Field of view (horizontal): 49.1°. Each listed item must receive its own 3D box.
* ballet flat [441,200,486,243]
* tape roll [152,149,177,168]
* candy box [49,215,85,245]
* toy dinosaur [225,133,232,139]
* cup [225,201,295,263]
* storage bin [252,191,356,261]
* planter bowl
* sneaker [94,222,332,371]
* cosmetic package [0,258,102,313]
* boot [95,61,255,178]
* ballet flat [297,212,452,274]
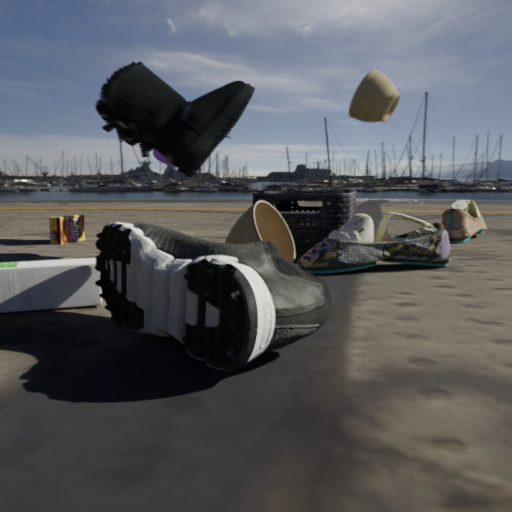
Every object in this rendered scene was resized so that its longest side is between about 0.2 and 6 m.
[{"bbox_3d":[5.358,-0.948,14.433,1.000,0.988,2.938,-2,6,25],"label":"ballet flat"},{"bbox_3d":[-1.952,-2.692,14.205,1.299,0.426,1.299,10,32,-6],"label":"tape roll"},{"bbox_3d":[-4.566,-0.653,13.576,0.318,0.656,1.125,2,8,10],"label":"candy box"},{"bbox_3d":[-1.798,-3.582,14.731,2.248,1.150,0.865,15,51,23],"label":"toy dinosaur"},{"bbox_3d":[-0.014,-0.208,9.167,0.827,1.157,1.157,-26,-6,28],"label":"cup"},{"bbox_3d":[1.063,-0.693,11.555,1.853,1.285,2.740,2,7,13],"label":"storage bin"},{"bbox_3d":[2.551,-3.255,11.776,0.733,1.089,1.089,33,19,17],"label":"planter bowl"},{"bbox_3d":[-0.506,0.277,5.434,1.402,1.030,3.099,-2,11,-38],"label":"sneaker"},{"bbox_3d":[-2.470,0.335,6.555,1.245,0.528,0.670,-5,7,-21],"label":"cosmetic package"},{"bbox_3d":[-1.629,-3.127,11.437,2.354,2.873,1.063,35,-28,0],"label":"boot"},{"bbox_3d":[1.994,-0.249,9.380,2.820,1.014,1.014,-3,8,-18],"label":"ballet flat"}]
